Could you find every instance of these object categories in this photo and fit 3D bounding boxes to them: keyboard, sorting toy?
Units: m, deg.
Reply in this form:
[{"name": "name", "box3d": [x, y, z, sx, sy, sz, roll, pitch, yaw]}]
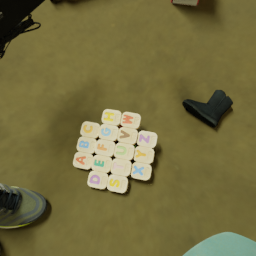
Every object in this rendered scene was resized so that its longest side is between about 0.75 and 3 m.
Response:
[{"name": "keyboard", "box3d": [-2.802, -2.151, 5.500, 0.577, 1.515, 2.912, 25, 65, 29]}, {"name": "sorting toy", "box3d": [-0.084, 0.206, 7.295, 0.355, 0.353, 1.025, -36, 71, -14]}]

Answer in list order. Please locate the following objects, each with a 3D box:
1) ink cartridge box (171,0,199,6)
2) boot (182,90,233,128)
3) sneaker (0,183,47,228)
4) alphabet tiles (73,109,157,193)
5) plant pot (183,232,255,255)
[{"name": "ink cartridge box", "box3d": [2.003, -5.448, 8.984, 0.959, 1.670, 2.300, 6, 67, 4]}, {"name": "boot", "box3d": [2.170, -0.681, 7.614, 1.139, 0.435, 0.957, 36, 75, 7]}, {"name": "sneaker", "box3d": [-2.950, 1.533, 5.894, 2.651, 1.073, 0.979, 18, 62, -32]}, {"name": "alphabet tiles", "box3d": [-0.326, 0.546, 7.017, 1.981, 0.148, 2.025, 10, 79, 9]}, {"name": "plant pot", "box3d": [1.919, 3.193, 4.904, 2.605, 2.605, 2.090, -25, 44, -10]}]
